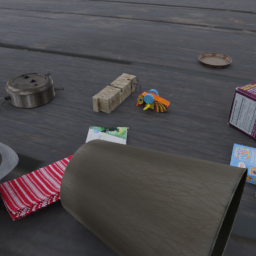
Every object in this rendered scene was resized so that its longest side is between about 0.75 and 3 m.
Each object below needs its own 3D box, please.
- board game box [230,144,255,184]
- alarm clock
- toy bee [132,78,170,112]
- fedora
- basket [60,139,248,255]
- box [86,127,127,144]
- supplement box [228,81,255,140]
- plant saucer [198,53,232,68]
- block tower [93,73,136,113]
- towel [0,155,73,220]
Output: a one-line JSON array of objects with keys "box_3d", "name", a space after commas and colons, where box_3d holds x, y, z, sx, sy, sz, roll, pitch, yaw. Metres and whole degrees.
[{"box_3d": [3.391, 0.984, 7.069, 1.522, 0.278, 1.151, 14, 38, 19], "name": "board game box"}, {"box_3d": [-3.654, -1.307, 9.896, 2.396, 0.797, 1.616, -32, 47, -33], "name": "alarm clock"}, {"box_3d": [0.684, -0.974, 9.546, 0.960, 0.797, 1.466, -21, 65, -40], "name": "toy bee"}, {"box_3d": [-3.565, 1.204, 5.832, 2.713, 1.225, 2.400, 17, 30, 30], "name": "fedora"}, {"box_3d": [0.341, 1.390, 5.185, 2.901, 1.973, 2.615, 17, 49, 28], "name": "basket"}, {"box_3d": [-0.605, 0.275, 8.122, 1.132, 0.206, 0.817, 2, 36, 1], "name": "box"}, {"box_3d": [4.491, -0.297, 7.917, 1.716, 1.353, 2.621, -23, 42, -26], "name": "supplement box"}, {"box_3d": [3.940, -3.061, 12.743, 1.466, 0.235, 1.466, 0, 35, 0], "name": "plant saucer"}, {"box_3d": [-0.420, -1.244, 9.926, 0.604, 0.565, 2.090, 18, 40, 25], "name": "block tower"}, {"box_3d": [-1.832, 1.239, 6.457, 2.027, 0.228, 1.466, -21, 27, -30], "name": "towel"}]
